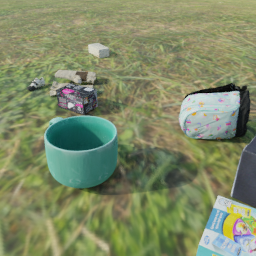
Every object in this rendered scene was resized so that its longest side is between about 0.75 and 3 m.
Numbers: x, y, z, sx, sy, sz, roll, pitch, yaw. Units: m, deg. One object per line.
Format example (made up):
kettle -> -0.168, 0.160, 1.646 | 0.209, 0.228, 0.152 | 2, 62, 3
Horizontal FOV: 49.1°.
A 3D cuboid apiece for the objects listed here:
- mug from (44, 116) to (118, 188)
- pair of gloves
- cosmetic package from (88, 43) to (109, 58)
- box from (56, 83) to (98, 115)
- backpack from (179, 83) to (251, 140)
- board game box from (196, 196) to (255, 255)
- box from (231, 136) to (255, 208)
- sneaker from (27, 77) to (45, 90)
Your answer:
mug -> -1.133, 0.557, 6.988 | 1.705, 1.283, 2.075 | -4, 29, -8
pair of gloves -> -2.279, -1.898, 11.854 | 1.781, 0.367, 2.094 | 2, 36, -2
cosmetic package -> -1.652, -4.383, 15.813 | 0.693, 0.469, 1.318 | -18, 36, -26
box -> -1.840, -1.067, 10.167 | 1.270, 0.729, 0.839 | 17, 33, 27
backpack -> 2.541, -0.404, 8.405 | 1.976, 1.649, 1.251 | 2, 35, 14
board game box -> 2.398, 2.159, 5.221 | 1.845, 0.433, 1.393 | 16, 35, 24
box -> 4.022, 0.930, 6.248 | 2.438, 1.432, 2.398 | 24, 39, 33
sneaker -> -3.929, -1.889, 11.837 | 0.345, 0.412, 0.932 | 19, 38, 25
